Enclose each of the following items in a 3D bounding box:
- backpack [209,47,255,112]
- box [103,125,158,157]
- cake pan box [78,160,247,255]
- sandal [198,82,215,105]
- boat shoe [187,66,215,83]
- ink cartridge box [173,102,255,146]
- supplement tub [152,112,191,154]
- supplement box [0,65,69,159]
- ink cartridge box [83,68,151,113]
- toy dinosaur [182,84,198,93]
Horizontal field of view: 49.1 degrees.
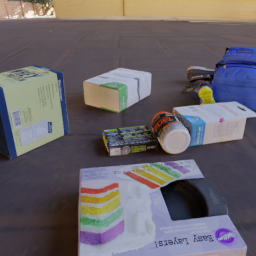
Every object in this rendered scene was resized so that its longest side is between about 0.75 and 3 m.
[{"bbox_3d":[3.921,-1.732,10.060,2.023,2.089,2.490,5,28,21],"label":"backpack"},{"bbox_3d":[0.031,0.330,7.868,1.354,0.300,1.085,-6,27,-13],"label":"box"},{"bbox_3d":[0.423,1.544,5.045,2.609,0.682,2.403,-3,29,-6],"label":"cake pan box"},{"bbox_3d":[2.624,-1.053,9.380,0.531,1.335,0.581,-10,54,12],"label":"sandal"},{"bbox_3d":[3.878,-2.223,12.826,2.395,0.870,0.751,11,71,10],"label":"boat shoe"},{"bbox_3d":[2.564,-0.172,8.368,2.182,0.740,1.256,-7,27,-14],"label":"ink cartridge box"},{"bbox_3d":[1.143,0.079,7.805,0.804,0.804,1.313,-5,27,-11],"label":"supplement tub"},{"bbox_3d":[-2.863,-0.534,7.759,1.294,1.928,1.926,21,33,35],"label":"supplement box"},{"bbox_3d":[-0.342,-1.546,10.872,1.663,0.960,2.276,17,31,31],"label":"ink cartridge box"},{"bbox_3d":[2.580,-1.656,11.853,0.793,0.305,0.406,-5,20,-16],"label":"toy dinosaur"}]
